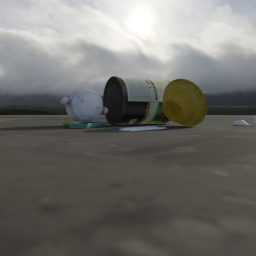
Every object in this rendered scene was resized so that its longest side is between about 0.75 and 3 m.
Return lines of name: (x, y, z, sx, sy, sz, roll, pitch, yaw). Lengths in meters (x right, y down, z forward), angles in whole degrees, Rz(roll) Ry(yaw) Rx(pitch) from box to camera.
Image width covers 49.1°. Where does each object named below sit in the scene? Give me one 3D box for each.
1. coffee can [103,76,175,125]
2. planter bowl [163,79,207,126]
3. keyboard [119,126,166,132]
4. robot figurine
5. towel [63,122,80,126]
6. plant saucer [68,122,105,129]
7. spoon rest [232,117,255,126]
coffee can: (0.573, -1.230, 12.849, 2.882, 2.109, 2.109, -2, 4, -28)
planter bowl: (1.968, -0.822, 10.848, 2.006, 2.006, 0.835, 3, 28, 46)
keyboard: (0.517, 0.035, 8.977, 0.524, 0.099, 1.861, 9, 9, 40)
robot figurine: (-1.800, -0.906, 11.527, 1.928, 1.284, 2.274, 10, -4, -22)
towel: (-2.160, -0.148, 11.864, 0.607, 0.127, 1.409, 6, 4, 16)
plant saucer: (-1.524, -0.126, 10.704, 0.741, 0.201, 2.121, 1, 3, 12)
spoon rest: (4.859, -0.206, 11.647, 0.557, 0.340, 1.121, 0, -10, -29)
